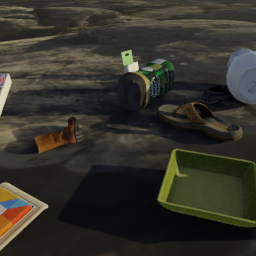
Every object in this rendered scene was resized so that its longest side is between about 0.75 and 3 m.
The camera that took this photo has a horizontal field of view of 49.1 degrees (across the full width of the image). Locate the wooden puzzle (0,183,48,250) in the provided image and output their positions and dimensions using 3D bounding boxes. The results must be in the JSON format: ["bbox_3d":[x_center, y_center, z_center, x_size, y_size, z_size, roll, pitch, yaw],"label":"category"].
[{"bbox_3d":[-2.319,1.516,4.964,1.233,0.248,1.333,17,34,28],"label":"wooden puzzle"}]

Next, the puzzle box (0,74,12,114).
[{"bbox_3d":[-4.426,-0.506,7.611,1.866,0.357,2.805,-2,46,-4],"label":"puzzle box"}]

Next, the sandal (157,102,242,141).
[{"bbox_3d":[1.944,-0.313,7.719,2.423,0.661,0.990,23,37,34],"label":"sandal"}]

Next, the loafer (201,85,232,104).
[{"bbox_3d":[3.094,-1.235,9.498,1.537,0.484,0.552,-22,36,-33],"label":"loafer"}]

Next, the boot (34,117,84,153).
[{"bbox_3d":[-1.838,0.173,7.320,1.188,0.407,1.118,-17,41,-14],"label":"boot"}]

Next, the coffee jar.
[{"bbox_3d":[0.600,-1.428,9.160,0.962,1.176,2.255,20,37,31],"label":"coffee jar"}]

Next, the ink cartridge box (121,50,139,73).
[{"bbox_3d":[0.103,-2.570,11.232,0.245,1.020,0.742,5,24,33],"label":"ink cartridge box"}]

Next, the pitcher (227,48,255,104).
[{"bbox_3d":[4.482,-1.657,9.426,2.300,1.625,2.681,26,29,5],"label":"pitcher"}]

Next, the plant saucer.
[{"bbox_3d":[1.571,1.159,5.414,1.736,0.416,1.738,9,32,15],"label":"plant saucer"}]
